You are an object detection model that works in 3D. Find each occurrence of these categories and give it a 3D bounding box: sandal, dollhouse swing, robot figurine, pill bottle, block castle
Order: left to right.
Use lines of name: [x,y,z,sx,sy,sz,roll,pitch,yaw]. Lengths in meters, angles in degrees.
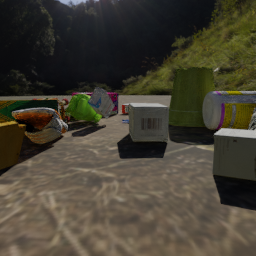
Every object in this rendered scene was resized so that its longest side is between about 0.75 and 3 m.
dollhouse swing: [-3.019,0.298,5.362,1.242,1.284,1.413,26,18,19]
sandal: [-2.362,0.081,8.202,1.054,0.788,2.751,-7,-13,5]
block castle: [-3.449,-0.745,12.280,1.704,1.139,0.799,1,15,6]
robot figurine: [-1.934,-0.907,12.715,1.731,1.141,1.973,17,1,16]
pill bottle: [4.377,-0.671,10.618,2.780,1.449,1.449,0,8,-3]

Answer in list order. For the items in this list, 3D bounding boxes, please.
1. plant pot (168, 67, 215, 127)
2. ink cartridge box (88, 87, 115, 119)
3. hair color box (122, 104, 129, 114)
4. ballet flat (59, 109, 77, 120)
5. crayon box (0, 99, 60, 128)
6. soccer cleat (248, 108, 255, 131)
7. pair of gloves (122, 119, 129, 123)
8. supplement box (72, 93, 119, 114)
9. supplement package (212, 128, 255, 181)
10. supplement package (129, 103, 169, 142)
plant pot: [2.864,-1.420,12.359,2.560,2.432,2.560,-1,8,0]
ink cartridge box: [-1.117,-1.031,11.983,0.465,0.796,1.372,22,-16,24]
hair color box: [0.401,-1.231,17.374,1.002,0.578,1.807,3,10,21]
ballet flat: [-2.880,-0.646,13.612,2.071,0.702,0.780,-10,34,-26]
crayon box: [-3.523,-0.416,9.754,2.221,0.750,2.574,-3,-4,-13]
soccer cleat: [3.637,0.001,7.329,0.880,1.092,2.564,2,8,15]
pair of gloves: [0.099,-0.307,12.745,0.782,0.111,0.973,0,8,1]
supplement box: [-1.863,-1.395,16.114,2.466,1.248,1.274,-6,11,-37]
supplement package: [2.321,0.482,5.145,1.346,0.787,0.790,4,10,29]
supplement package: [0.602,-0.228,8.938,1.058,1.062,1.810,-1,9,-3]
